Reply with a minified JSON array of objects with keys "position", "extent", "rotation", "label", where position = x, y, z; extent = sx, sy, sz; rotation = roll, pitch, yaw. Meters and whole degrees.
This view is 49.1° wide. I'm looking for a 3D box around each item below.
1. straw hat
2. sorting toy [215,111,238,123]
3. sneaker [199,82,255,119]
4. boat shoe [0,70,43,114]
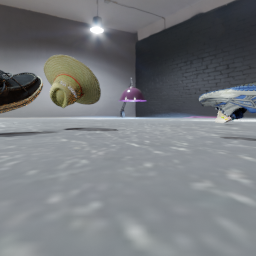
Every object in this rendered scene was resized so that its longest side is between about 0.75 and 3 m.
[{"position":[-1.599,-0.941,7.165],"extent":[1.800,0.762,1.800],"rotation":[18,-32,11],"label":"straw hat"},{"position":[3.635,-0.375,10.408],"extent":[0.734,0.435,0.815],"rotation":[-27,18,-28],"label":"sorting toy"},{"position":[1.480,-0.349,4.146],"extent":[0.435,0.481,1.129],"rotation":[-13,4,-24],"label":"sneaker"},{"position":[-2.514,-0.751,5.111],"extent":[0.954,0.796,2.557],"rotation":[18,26,22],"label":"boat shoe"}]
